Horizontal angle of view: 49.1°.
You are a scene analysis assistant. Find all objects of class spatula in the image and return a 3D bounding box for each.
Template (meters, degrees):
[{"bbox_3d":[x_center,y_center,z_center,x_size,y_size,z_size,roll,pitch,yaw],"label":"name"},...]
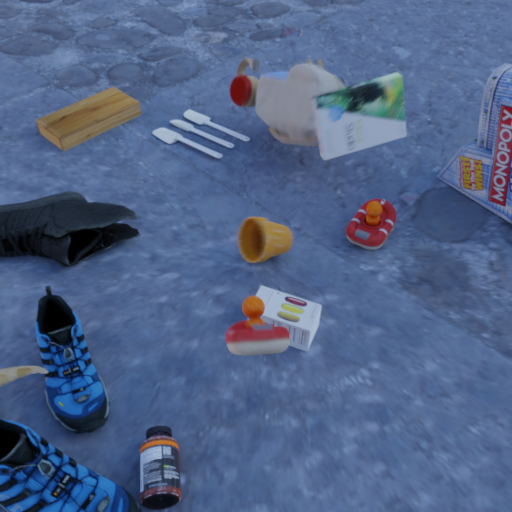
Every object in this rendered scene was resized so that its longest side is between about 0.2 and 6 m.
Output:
[{"bbox_3d":[-1.349,-2.977,13.836,2.120,0.170,1.474,29,47,24],"label":"spatula"}]

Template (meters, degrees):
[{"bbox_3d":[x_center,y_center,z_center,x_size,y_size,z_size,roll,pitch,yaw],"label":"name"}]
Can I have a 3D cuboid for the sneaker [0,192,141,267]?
[{"bbox_3d":[-3.982,-0.394,10.702,3.181,0.955,1.659,-23,45,-26],"label":"sneaker"}]

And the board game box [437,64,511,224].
[{"bbox_3d":[5.269,-2.044,11.294,0.990,3.210,3.208,-28,38,-27],"label":"board game box"}]

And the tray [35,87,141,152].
[{"bbox_3d":[-4.203,-3.511,14.147,1.145,0.430,2.322,35,56,30],"label":"tray"}]

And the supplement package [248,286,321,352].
[{"bbox_3d":[0.478,1.060,9.525,1.106,0.606,0.629,17,48,15],"label":"supplement package"}]

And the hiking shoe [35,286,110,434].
[{"bbox_3d":[-2.981,1.632,8.657,0.897,1.045,2.411,-22,50,-20],"label":"hiking shoe"}]

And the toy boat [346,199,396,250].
[{"bbox_3d":[2.332,-0.758,11.176,0.795,0.797,1.219,23,50,21],"label":"toy boat"}]

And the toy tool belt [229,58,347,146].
[{"bbox_3d":[1.029,-3.591,13.020,1.909,1.940,3.107,-8,24,-40],"label":"toy tool belt"}]

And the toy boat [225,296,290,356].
[{"bbox_3d":[-0.019,0.994,8.066,0.827,1.267,0.828,-2,82,-11],"label":"toy boat"}]

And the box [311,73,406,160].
[{"bbox_3d":[1.984,-2.643,10.688,1.717,1.239,0.312,-18,34,-3],"label":"box"}]

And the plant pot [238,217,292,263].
[{"bbox_3d":[0.216,-0.310,10.669,0.787,0.859,0.859,-3,40,-38],"label":"plant pot"}]

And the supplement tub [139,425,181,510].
[{"bbox_3d":[-1.335,2.903,7.767,0.557,0.557,1.041,-6,44,-6],"label":"supplement tub"}]

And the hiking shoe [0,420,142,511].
[{"bbox_3d":[-2.832,2.945,7.227,2.874,1.246,1.069,16,48,15],"label":"hiking shoe"}]

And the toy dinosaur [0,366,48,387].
[{"bbox_3d":[-4.602,1.955,8.347,2.951,0.859,1.492,-24,68,-12],"label":"toy dinosaur"}]
